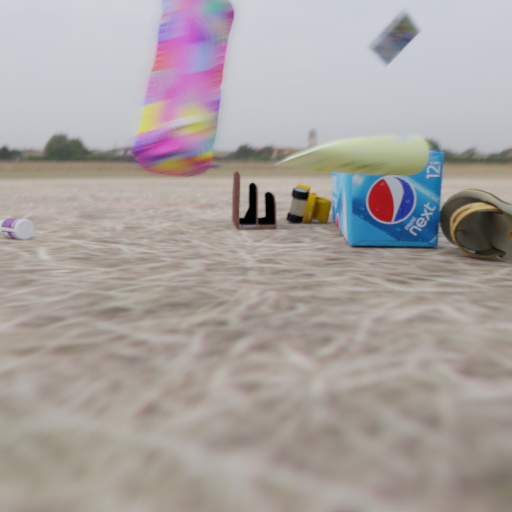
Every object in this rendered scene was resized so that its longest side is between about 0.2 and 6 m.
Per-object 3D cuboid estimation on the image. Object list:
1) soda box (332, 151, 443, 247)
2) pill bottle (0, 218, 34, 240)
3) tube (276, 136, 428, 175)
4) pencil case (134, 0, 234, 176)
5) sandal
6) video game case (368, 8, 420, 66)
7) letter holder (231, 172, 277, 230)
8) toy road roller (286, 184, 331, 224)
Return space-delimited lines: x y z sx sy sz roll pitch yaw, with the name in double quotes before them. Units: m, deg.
"soda box" 2.370 -1.264 11.144 1.487 1.571 4.633 1 10 4
"pill bottle" -4.418 -0.495 10.227 0.674 0.379 0.379 7 12 32
"tube" 1.270 -1.222 6.920 2.026 0.588 0.526 -7 48 -35
"pencil case" -0.823 -2.012 6.577 0.981 2.220 0.981 5 -15 1
"sandal" 3.240 -0.327 7.984 0.693 1.030 2.565 -20 17 -6
"video game case" 2.278 -3.578 9.217 0.094 0.773 0.849 54 23 21
"letter holder" -0.074 -1.249 12.269 0.841 1.189 1.673 -1 9 -6
"toy road roller" 1.251 -1.137 13.001 0.938 0.789 1.285 13 16 5
